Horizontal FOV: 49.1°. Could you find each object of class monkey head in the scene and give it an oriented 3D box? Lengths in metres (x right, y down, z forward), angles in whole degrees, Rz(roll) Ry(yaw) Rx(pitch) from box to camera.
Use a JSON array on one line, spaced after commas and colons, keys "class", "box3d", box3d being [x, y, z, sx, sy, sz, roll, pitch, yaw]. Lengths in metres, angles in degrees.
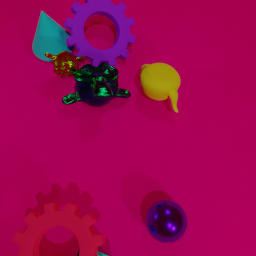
[{"class": "monkey head", "box3d": [-1.573, -1.717, 7.211, 1.077, 0.774, 0.649, -2, 77, -24]}, {"class": "monkey head", "box3d": [-0.761, -0.942, 7.241, 1.900, 1.145, 1.367, -8, 47, -13]}]

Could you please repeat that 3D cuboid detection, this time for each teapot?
[{"class": "teapot", "box3d": [0.855, -1.135, 7.412, 1.047, 0.825, 1.685, -23, 58, -26]}]

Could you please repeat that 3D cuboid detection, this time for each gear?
[{"class": "gear", "box3d": [-1.362, 2.394, 5.498, 1.790, 0.331, 1.790, -2, 74, 6]}, {"class": "gear", "box3d": [-0.766, -2.692, 7.854, 1.952, 0.361, 1.952, -3, 99, -18]}]

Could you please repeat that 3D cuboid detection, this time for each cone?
[{"class": "cone", "box3d": [-2.261, -2.795, 7.918, 1.264, 1.268, 1.264, 0, 64, 0]}]

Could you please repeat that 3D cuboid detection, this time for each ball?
[{"class": "ball", "box3d": [0.856, 2.080, 6.261, 0.930, 0.930, 0.930, 0, 69, 0]}]

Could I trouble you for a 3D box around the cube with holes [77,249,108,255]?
[{"class": "cube with holes", "box3d": [-0.786, 3.003, 5.961, 0.717, 0.717, 0.717, 20, 64, 7]}]
